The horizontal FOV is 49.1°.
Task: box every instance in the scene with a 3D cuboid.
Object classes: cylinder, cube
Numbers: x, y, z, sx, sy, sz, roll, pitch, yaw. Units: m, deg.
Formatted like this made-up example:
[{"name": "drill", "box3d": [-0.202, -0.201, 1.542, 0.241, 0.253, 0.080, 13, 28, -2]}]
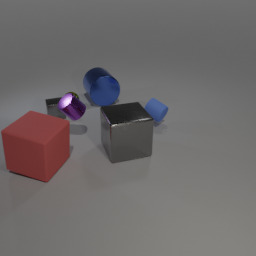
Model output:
[{"name": "cylinder", "box3d": [1.084, -0.695, 10.832, 0.700, 0.700, 0.700, 36, 42, 20]}, {"name": "cylinder", "box3d": [-1.229, -1.911, 12.827, 1.400, 1.400, 1.400, -11, 31, -18]}, {"name": "cube", "box3d": [-0.071, 0.103, 9.276, 1.400, 1.400, 1.400, -9, 30, -16]}, {"name": "cube", "box3d": [-2.990, -0.789, 11.574, 0.700, 0.700, 0.700, -10, 31, -17]}, {"name": "cube", "box3d": [-2.693, 0.508, 8.418, 1.400, 1.400, 1.400, 15, 32, 12]}, {"name": "cylinder", "box3d": [-1.921, -0.720, 9.606, 0.700, 0.700, 0.700, -23, 46, 25]}]

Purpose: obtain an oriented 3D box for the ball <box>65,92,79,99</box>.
[{"name": "ball", "box3d": [-2.504, -1.250, 12.363, 0.700, 0.700, 0.700, 0, 30, 0]}]
